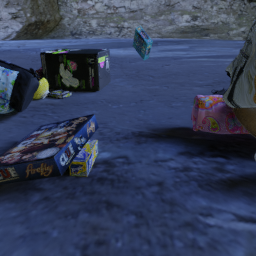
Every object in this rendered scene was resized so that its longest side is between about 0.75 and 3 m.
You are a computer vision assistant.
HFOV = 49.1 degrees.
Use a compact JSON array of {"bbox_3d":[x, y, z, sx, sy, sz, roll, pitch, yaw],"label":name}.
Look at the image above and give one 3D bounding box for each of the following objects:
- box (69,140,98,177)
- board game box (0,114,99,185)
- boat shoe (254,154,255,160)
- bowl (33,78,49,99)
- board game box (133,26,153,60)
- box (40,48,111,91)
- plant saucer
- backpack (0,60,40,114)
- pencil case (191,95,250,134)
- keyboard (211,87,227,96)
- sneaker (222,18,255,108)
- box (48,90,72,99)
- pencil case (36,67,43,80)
[{"bbox_3d":[-0.977,0.647,6.317,0.398,0.365,1.136,2,22,6],"label":"box"},{"bbox_3d":[-1.791,0.399,6.314,1.636,0.418,2.415,-11,19,15],"label":"board game box"},{"bbox_3d":[3.841,0.566,5.826,2.518,0.873,0.891,8,65,-10],"label":"boat shoe"},{"bbox_3d":[-3.550,-1.511,11.438,0.527,0.979,0.979,42,18,-12],"label":"bowl"},{"bbox_3d":[0.551,-3.238,10.771,0.253,0.814,1.078,-31,-14,-15],"label":"board game box"},{"bbox_3d":[-2.383,-2.842,13.333,2.750,1.709,2.042,4,22,11],"label":"box"},{"bbox_3d":[4.066,-0.372,7.238,2.677,0.474,2.677,9,44,-8],"label":"plant saucer"},{"bbox_3d":[-4.667,-1.405,8.980,2.996,2.303,2.444,27,-1,-15],"label":"backpack"},{"bbox_3d":[3.148,-0.347,7.940,2.611,1.142,1.142,3,22,6],"label":"pencil case"},{"bbox_3d":[4.083,-1.256,11.422,1.889,0.374,0.983,-16,50,-38],"label":"keyboard"},{"bbox_3d":[2.572,-1.485,5.968,0.892,2.357,1.033,33,-25,-25],"label":"sneaker"},{"bbox_3d":[-2.883,-1.424,11.843,0.797,0.176,0.639,11,24,26],"label":"box"},{"bbox_3d":[-4.410,-2.555,13.885,0.828,0.865,1.999,-38,10,21],"label":"pencil case"}]
